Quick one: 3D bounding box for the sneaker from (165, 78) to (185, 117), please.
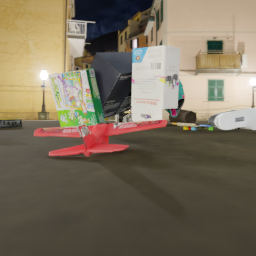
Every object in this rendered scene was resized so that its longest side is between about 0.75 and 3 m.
[{"bbox_3d":[1.470,-0.952,11.618,2.225,1.343,0.930,-35,-27,30],"label":"sneaker"}]

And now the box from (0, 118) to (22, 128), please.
[{"bbox_3d":[-5.354,-0.206,11.181,1.346,0.416,1.685,-1,2,25],"label":"box"}]

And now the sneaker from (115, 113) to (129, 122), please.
[{"bbox_3d":[-0.224,-0.668,18.806,1.250,0.891,2.520,2,7,-5],"label":"sneaker"}]

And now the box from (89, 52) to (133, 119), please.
[{"bbox_3d":[-0.523,-1.799,11.678,1.364,2.385,2.619,44,33,17],"label":"box"}]

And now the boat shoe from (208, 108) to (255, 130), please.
[{"bbox_3d":[3.495,-0.266,8.966,1.998,0.717,0.677,-7,9,-21],"label":"boat shoe"}]

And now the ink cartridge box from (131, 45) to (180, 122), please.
[{"bbox_3d":[0.958,-1.502,10.041,0.899,2.650,1.526,-6,12,-44],"label":"ink cartridge box"}]

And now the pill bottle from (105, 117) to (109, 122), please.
[{"bbox_3d":[-2.037,-0.972,14.987,1.649,1.649,2.944,0,1,11],"label":"pill bottle"}]

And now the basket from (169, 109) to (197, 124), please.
[{"bbox_3d":[3.249,-0.620,16.156,1.263,0.953,1.401,-4,7,-21],"label":"basket"}]

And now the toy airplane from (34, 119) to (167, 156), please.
[{"bbox_3d":[-0.349,0.097,3.398,1.781,0.328,1.781,-4,2,0],"label":"toy airplane"}]

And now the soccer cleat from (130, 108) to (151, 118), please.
[{"bbox_3d":[1.034,-0.707,16.685,0.937,1.006,2.748,2,3,38],"label":"soccer cleat"}]

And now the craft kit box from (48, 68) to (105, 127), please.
[{"bbox_3d":[-2.019,-1.112,10.915,2.195,2.222,0.539,2,20,41],"label":"craft kit box"}]

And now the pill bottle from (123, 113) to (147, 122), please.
[{"bbox_3d":[0.294,-0.403,12.798,0.651,0.651,1.150,-1,-4,-31],"label":"pill bottle"}]

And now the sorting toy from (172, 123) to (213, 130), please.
[{"bbox_3d":[2.065,-0.020,9.003,0.789,0.191,1.401,8,-1,-43],"label":"sorting toy"}]

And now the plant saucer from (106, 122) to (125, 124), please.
[{"bbox_3d":[-0.192,-0.120,11.334,1.393,0.223,1.393,0,1,0],"label":"plant saucer"}]
